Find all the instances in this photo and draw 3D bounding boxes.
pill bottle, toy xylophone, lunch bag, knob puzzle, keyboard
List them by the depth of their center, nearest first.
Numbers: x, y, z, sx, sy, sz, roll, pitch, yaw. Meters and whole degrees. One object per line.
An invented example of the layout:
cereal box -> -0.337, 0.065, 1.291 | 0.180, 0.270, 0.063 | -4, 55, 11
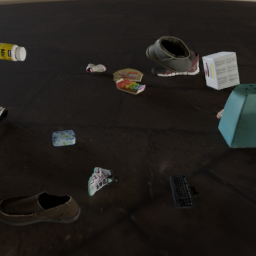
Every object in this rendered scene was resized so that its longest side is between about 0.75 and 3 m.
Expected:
keyboard -> 1.719, 1.878, 8.435 | 0.791, 0.169, 1.318 | 0, 33, -1
pill bottle -> -3.810, -2.441, 9.017 | 0.893, 0.510, 0.510 | 8, 33, 4
lunch bag -> -2.449, 0.371, 10.658 | 0.846, 0.349, 0.680 | -5, 30, -10
toy xylophone -> 0.190, -2.221, 14.701 | 1.592, 0.400, 1.166 | 16, 35, 23
knob puzzle -> 0.009, -2.994, 16.057 | 1.880, 0.261, 1.880 | 0, 33, 0

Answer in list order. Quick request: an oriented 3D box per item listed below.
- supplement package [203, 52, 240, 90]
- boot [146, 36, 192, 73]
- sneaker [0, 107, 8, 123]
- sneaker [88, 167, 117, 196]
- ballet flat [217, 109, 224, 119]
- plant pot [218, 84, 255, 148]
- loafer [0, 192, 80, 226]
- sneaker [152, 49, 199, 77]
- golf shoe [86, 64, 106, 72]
supplement package -> 3.383, -2.120, 10.254 | 0.828, 1.126, 1.077 | -16, 17, -2
boot -> 1.325, -1.996, 7.688 | 1.593, 0.636, 1.752 | 14, 1, -13
sneaker -> -5.921, -0.762, 12.203 | 1.282, 0.841, 2.228 | -4, 39, -23
sneaker -> -0.737, 1.627, 8.561 | 0.800, 0.444, 1.143 | 4, 33, 7
ballet flat -> 4.501, -0.761, 11.880 | 1.475, 0.471, 0.558 | -12, 44, 22
plant pot -> 4.473, -0.520, 10.447 | 1.461, 2.069, 1.462 | -2, 33, -2
loafer -> -2.437, 2.043, 7.559 | 2.248, 0.802, 0.821 | -2, 32, -3
sneaker -> 2.774, -3.930, 16.236 | 2.847, 1.644, 1.077 | -6, 33, -9
golf shoe -> -1.926, -3.515, 16.794 | 1.239, 0.466, 0.567 | 9, 44, 24
